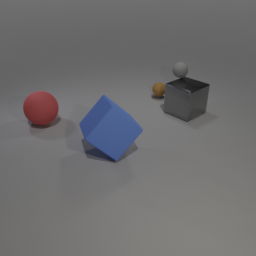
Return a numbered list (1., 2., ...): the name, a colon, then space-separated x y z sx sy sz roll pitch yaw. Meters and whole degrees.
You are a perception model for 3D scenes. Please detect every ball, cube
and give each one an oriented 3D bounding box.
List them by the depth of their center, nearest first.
1. cube: -0.613 -0.033 9.529 1.400 1.400 1.400 37 7 -28
2. ball: -3.575 -0.820 11.530 1.400 1.400 1.400 0 29 0
3. cube: 2.589 -1.322 12.506 1.400 1.400 1.400 -24 37 -36
4. ball: 2.378 -2.634 12.714 0.700 0.700 0.700 0 29 0
5. ball: 1.573 -1.947 14.054 0.700 0.700 0.700 0 29 0
